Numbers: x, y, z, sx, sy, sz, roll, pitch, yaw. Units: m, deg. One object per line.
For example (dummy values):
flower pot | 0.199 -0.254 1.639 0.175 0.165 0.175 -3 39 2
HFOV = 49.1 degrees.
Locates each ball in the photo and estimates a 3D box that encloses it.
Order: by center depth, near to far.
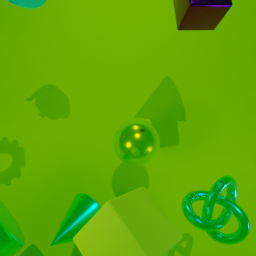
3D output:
ball | 0.204 0.364 6.926 1.167 1.167 1.167 0 80 0

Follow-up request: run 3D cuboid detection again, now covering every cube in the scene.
cube | 0.003 1.863 4.744 1.116 1.116 1.116 50 117 21
cube | 1.430 -2.511 5.526 0.822 0.822 0.822 -3 76 -8

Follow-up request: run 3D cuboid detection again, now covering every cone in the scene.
cone | -1.257 2.256 6.254 1.164 1.159 1.159 -29 79 -44

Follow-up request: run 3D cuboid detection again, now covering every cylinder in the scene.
cylinder | -2.686 1.881 4.702 1.335 1.335 1.335 -36 82 -19

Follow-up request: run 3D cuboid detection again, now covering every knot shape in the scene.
knot shape | 1.731 1.616 5.252 1.272 0.588 1.190 -28 83 -14

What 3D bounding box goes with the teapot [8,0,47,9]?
teapot | -2.327 -3.118 5.963 0.930 1.899 1.181 -40 116 -41
